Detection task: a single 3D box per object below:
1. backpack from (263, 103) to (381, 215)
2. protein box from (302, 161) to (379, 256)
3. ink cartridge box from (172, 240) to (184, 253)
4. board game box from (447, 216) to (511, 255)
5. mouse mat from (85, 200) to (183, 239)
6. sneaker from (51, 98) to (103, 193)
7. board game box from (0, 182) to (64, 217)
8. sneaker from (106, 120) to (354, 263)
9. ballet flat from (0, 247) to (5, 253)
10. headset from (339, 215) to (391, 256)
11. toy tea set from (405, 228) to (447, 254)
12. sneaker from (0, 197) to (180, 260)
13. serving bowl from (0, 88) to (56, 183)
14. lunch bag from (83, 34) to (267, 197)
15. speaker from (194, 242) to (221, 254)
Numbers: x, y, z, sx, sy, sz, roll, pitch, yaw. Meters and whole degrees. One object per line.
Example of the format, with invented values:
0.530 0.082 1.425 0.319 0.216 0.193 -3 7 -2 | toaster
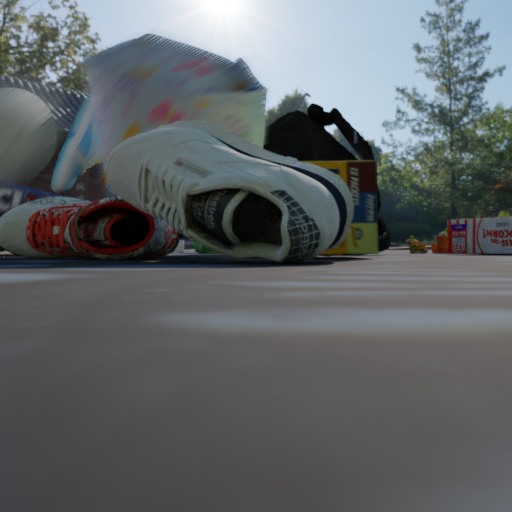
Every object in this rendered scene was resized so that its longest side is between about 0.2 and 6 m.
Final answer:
1.669 -1.658 14.923 2.738 3.610 4.326 -4 -7 30 | backpack
0.612 -0.563 7.513 1.684 1.145 1.697 -1 0 -2 | protein box
-2.563 -0.261 15.710 0.907 0.384 0.655 2 1 17 | ink cartridge box
5.886 -0.397 11.392 3.240 0.750 2.455 -1 1 -37 | board game box
-1.926 -0.362 8.223 1.486 0.070 1.847 16 -18 -20 | mouse mat
-2.896 -1.834 10.261 1.226 1.878 0.747 25 -15 -26 | sneaker
-4.207 -0.694 11.712 2.930 0.748 4.325 13 -5 -27 | board game box
-0.508 -0.604 5.173 2.713 1.036 1.092 16 28 29 | sneaker
-6.083 -0.366 12.104 0.599 0.554 1.775 -31 -8 14 | ballet flat
1.810 -0.258 10.662 1.349 1.026 2.184 -3 15 6 | headset
4.607 -0.376 14.554 1.735 0.642 1.032 1 1 43 | toy tea set
-2.128 -0.348 6.554 2.340 0.781 1.254 3 -2 2 | sneaker
-3.634 -1.759 8.062 1.389 1.389 0.457 0 3 6 | serving bowl
-1.067 -1.922 9.107 2.972 2.520 1.889 26 46 29 | lunch bag
-0.910 -0.326 14.192 1.284 0.568 0.568 0 1 -9 | speaker
